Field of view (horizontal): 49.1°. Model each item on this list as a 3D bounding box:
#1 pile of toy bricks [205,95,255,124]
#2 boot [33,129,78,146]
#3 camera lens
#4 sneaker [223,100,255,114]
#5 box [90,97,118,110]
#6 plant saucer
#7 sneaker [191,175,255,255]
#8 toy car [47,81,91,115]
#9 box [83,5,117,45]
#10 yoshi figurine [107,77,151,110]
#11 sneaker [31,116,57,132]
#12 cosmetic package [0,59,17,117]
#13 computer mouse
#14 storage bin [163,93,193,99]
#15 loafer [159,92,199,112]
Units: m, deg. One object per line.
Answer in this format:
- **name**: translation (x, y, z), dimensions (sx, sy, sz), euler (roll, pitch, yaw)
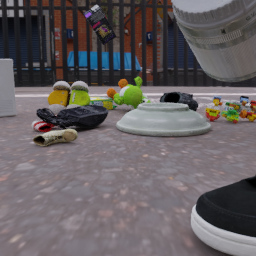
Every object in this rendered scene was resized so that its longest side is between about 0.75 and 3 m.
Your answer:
- **pile of toy bricks**: translation (3.648, -0.512, 9.731), dimensions (1.783, 0.989, 0.880), euler (12, 51, 9)
- **boot**: translation (-1.700, 0.232, 6.582), dimensions (0.882, 0.318, 0.682), euler (-2, 8, 23)
- **camera lens**: translation (2.677, -2.835, 7.388), dimensions (2.381, 2.381, 2.976), euler (8, -19, 37)
- **sneaker**: translation (4.781, -0.792, 11.769), dimensions (1.564, 0.609, 0.777), euler (12, 6, 12)
- **box**: translation (-1.852, -1.151, 13.454), dimensions (2.475, 0.599, 1.452), euler (-7, 13, -40)
- **plant saucer**: translation (1.088, -0.363, 8.724), dimensions (2.917, 0.732, 2.917), euler (0, 11, 0)
- **sneaker**: translation (2.067, 0.244, 2.745), dimensions (2.960, 1.656, 1.081), euler (-1, 10, -7)
- **toy car**: translation (-2.278, -1.003, 11.235), dimensions (1.700, 1.488, 1.275), euler (1, -26, 8)
- **box**: translation (-1.039, -3.860, 10.499), dimensions (0.638, 1.202, 0.735), euler (-32, 39, 3)
- **yoshi figurine**: translation (0.038, -1.552, 12.668), dimensions (1.551, 1.557, 2.771), euler (0, 21, -31)
- **sneaker**: translation (-2.297, -0.081, 8.392), dimensions (1.018, 0.399, 0.588), euler (-25, 33, -39)
- **cosmetic package**: translation (-5.741, -1.554, 10.967), dimensions (2.231, 2.238, 1.376), euler (-7, 13, -36)
- **computer mouse**: translation (-1.541, -0.273, 8.550), dimensions (1.509, 0.574, 2.179), euler (22, 24, 40)
- **storage bin**: translation (2.477, -1.351, 14.034), dimensions (1.109, 0.769, 1.640), euler (-2, 10, -9)
- **loafer**: translation (1.961, -1.176, 11.978), dimensions (0.998, 0.966, 2.844), euler (29, 4, -20)
